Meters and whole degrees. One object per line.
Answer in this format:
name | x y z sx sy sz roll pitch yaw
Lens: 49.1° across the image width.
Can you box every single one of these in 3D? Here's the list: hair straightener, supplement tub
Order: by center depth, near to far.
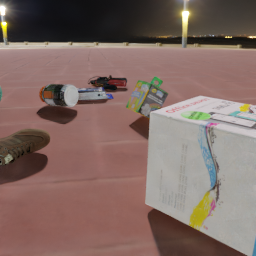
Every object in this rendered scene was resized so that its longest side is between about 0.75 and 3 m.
supplement tub | -3.329 -1.569 13.385 1.737 1.064 1.064 8 22 31
hair straightener | -1.307 -2.993 17.940 2.571 0.526 0.989 -1 30 9

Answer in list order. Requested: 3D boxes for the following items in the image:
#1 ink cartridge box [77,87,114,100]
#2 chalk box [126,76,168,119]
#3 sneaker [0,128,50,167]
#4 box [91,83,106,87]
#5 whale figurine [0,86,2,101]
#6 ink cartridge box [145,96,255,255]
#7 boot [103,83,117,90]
ink cartridge box | -2.011 -1.876 15.229 2.401 0.471 1.194 -3 20 -12
chalk box | 0.855 -1.312 11.582 1.036 1.665 1.031 25 2 -36
sneaker | -3.405 0.710 8.088 2.459 0.866 0.929 -12 44 -25
box | -1.505 -2.980 18.561 1.233 0.161 1.509 17 26 34
whale figurine | -6.943 -1.193 12.662 2.107 1.374 2.648 18 50 30
ink cartridge box | 2.152 0.767 5.593 2.955 2.158 2.168 17 25 38
boot | -1.110 -2.552 17.198 0.868 0.332 0.730 0 20 -4
